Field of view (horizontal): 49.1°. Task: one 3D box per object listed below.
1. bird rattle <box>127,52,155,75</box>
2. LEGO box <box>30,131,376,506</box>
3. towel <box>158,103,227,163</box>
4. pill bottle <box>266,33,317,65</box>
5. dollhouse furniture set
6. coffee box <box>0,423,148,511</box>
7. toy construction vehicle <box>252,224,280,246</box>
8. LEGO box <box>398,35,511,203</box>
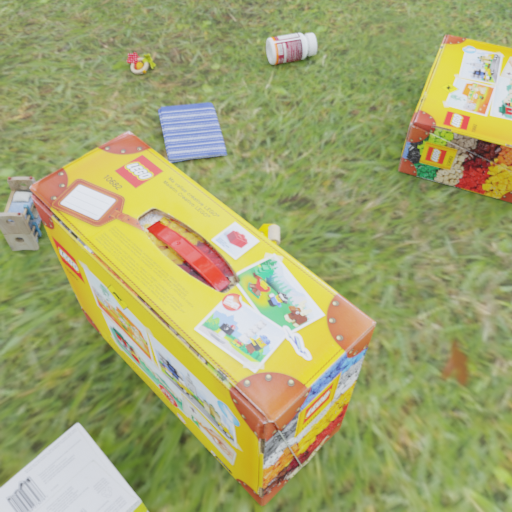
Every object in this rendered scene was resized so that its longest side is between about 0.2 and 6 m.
[{"bbox_3d":[-2.940,-4.835,14.069,0.730,0.411,0.595,8,69,10],"label":"bird rattle"},{"bbox_3d":[-0.832,0.886,7.820,1.697,3.275,4.397,-38,62,-26],"label":"LEGO box"},{"bbox_3d":[-1.460,-2.797,12.631,1.302,0.215,1.799,-9,55,-10],"label":"towel"},{"bbox_3d":[0.896,-5.271,14.200,1.189,0.651,0.651,-13,54,-10],"label":"pill bottle"},{"bbox_3d":[-3.934,-0.812,10.558,1.435,1.006,1.011,-1,53,-1],"label":"dollhouse furniture set"},{"bbox_3d":[-2.303,3.295,7.200,1.344,1.329,1.342,38,61,25],"label":"coffee box"},{"bbox_3d":[-0.364,0.044,10.246,1.683,0.593,1.465,-5,50,4],"label":"toy construction vehicle"},{"bbox_3d":[4.834,-3.051,12.052,2.591,1.343,3.480,19,55,14],"label":"LEGO box"}]
